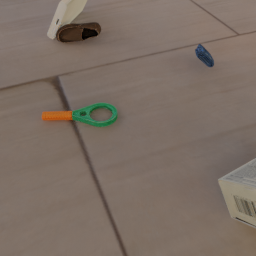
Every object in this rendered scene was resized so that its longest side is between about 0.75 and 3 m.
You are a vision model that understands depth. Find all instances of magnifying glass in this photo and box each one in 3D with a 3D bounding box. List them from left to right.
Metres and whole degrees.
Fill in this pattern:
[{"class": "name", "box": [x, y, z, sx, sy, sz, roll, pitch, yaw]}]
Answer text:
[{"class": "magnifying glass", "box": [-1.366, -0.380, 8.027, 2.129, 0.238, 0.847, -3, 47, -2]}]

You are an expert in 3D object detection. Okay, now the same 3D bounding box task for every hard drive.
[{"class": "hard drive", "box": [-2.251, -4.875, 11.282, 0.347, 1.740, 2.638, 35, 48, -11]}]

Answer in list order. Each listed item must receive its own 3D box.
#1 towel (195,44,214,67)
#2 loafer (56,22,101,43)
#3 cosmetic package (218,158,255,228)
[{"class": "towel", "box": [2.556, -2.402, 9.305, 0.682, 0.296, 1.221, 39, 25, -9]}, {"class": "loafer", "box": [-1.879, -3.626, 10.643, 1.764, 0.644, 0.626, -15, 39, -2]}, {"class": "cosmetic package", "box": [3.390, 0.993, 5.722, 2.664, 0.947, 1.401, -23, 7, -17]}]
